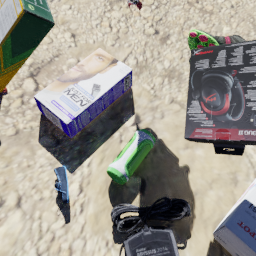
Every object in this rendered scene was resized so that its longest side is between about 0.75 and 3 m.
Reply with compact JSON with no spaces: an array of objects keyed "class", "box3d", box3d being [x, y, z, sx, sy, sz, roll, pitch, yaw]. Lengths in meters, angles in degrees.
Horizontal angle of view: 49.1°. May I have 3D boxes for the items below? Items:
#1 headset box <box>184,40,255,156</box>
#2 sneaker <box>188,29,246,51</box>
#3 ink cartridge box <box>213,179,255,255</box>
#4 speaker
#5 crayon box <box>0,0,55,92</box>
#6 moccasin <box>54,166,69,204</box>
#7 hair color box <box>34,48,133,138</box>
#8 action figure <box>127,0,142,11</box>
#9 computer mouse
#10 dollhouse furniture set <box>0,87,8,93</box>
[{"class":"headset box","box3d":[1.992,-0.519,5.436,1.549,0.782,2.084,0,82,35]},{"class":"sneaker","box3d":[3.234,-2.632,9.423,2.618,1.005,1.097,26,48,9]},{"class":"ink cartridge box","box3d":[3.513,2.087,6.373,1.876,1.099,2.595,40,68,21]},{"class":"speaker","box3d":[0.097,0.740,7.446,0.671,0.671,1.517,31,64,17]},{"class":"crayon box","box3d":[-2.320,-1.697,5.049,2.295,0.592,1.443,-35,64,31]},{"class":"moccasin","box3d":[-1.721,1.478,7.184,0.358,0.423,1.051,-4,45,-18]},{"class":"hair color box","box3d":[-1.261,-1.128,8.463,1.459,0.865,2.669,37,64,21]},{"class":"action figure","box3d":[0.245,-4.405,7.091,1.844,2.753,2.050,5,49,-8]},{"class":"computer mouse","box3d":[0.671,2.985,6.141,1.948,0.741,2.813,-6,47,-1]},{"class":"dollhouse furniture set","box3d":[-5.301,-1.477,8.264,2.868,1.543,1.166,-23,62,-13]}]
